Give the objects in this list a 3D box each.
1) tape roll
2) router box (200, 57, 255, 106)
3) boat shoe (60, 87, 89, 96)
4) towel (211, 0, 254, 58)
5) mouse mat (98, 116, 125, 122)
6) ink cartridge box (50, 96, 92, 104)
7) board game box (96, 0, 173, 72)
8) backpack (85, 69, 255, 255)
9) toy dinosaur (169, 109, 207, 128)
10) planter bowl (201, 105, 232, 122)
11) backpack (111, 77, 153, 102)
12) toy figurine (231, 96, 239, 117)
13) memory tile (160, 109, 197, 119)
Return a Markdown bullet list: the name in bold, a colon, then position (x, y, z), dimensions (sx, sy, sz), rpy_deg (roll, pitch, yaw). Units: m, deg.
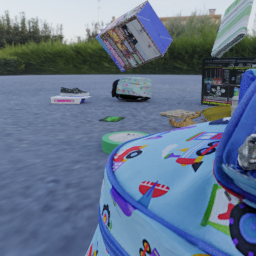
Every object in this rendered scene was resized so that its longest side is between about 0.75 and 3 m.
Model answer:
- **tape roll**: position (-0.008, 0.340, 6.367), dimensions (1.165, 0.280, 1.165), rpy_deg (1, 13, 0)
- **router box**: position (4.642, -1.986, 12.215), dimensions (0.891, 2.149, 2.868), rpy_deg (-14, 19, -42)
- **boat shoe**: position (-3.156, -2.122, 16.410), dimensions (1.814, 0.514, 0.623), rpy_deg (3, 13, 13)
- **towel**: position (2.334, -2.308, 6.035), dimensions (0.222, 1.446, 1.079), rpy_deg (26, -19, -11)
- **mouse mat**: position (-0.546, -0.310, 9.719), dimensions (0.697, 0.033, 0.866), rpy_deg (5, 13, 20)
- **ink cartridge box**: position (-2.754, -1.391, 13.694), dimensions (1.856, 0.344, 0.879), rpy_deg (-1, 12, 7)
- **board game box**: position (0.233, -3.480, 10.948), dimensions (2.276, 1.815, 1.102), rpy_deg (-9, 40, 46)
- **backpack**: position (1.122, 0.586, 1.620), dimensions (2.697, 1.988, 2.955), rpy_deg (-12, 16, -39)
- **toy dinosaur**: position (1.878, -0.091, 8.097), dimensions (0.924, 0.525, 1.739), rpy_deg (-31, 18, -20)
- **planter bowl**: position (2.769, -0.268, 8.066), dimensions (1.274, 0.531, 1.274), rpy_deg (-2, -9, 0)
- **backpack**: position (0.276, -1.988, 14.308), dimensions (1.932, 1.223, 1.613), rpy_deg (6, 12, 17)
- **toy figurine**: position (3.464, -0.177, 6.883), dimensions (1.679, 1.187, 1.706), rpy_deg (-10, 17, -16)
- **memory tile**: position (1.909, -0.532, 10.497), dimensions (1.270, 0.107, 0.973), rpy_deg (-10, 17, -39)
